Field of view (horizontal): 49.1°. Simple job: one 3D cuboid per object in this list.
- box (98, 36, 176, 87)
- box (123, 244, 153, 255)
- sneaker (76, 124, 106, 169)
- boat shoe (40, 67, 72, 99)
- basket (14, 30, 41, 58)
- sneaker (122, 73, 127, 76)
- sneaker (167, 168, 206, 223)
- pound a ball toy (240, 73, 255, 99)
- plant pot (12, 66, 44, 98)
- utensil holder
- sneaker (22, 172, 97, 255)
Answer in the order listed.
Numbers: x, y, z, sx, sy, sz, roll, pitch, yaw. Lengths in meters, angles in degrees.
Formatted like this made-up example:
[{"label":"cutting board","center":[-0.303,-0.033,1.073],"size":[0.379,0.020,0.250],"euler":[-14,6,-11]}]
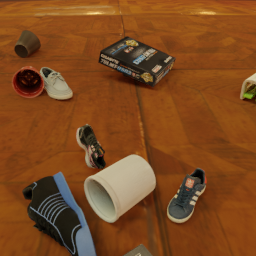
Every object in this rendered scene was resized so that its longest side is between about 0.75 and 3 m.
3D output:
[{"label":"box","center":[0.523,-3.236,13.270],"size":[2.846,0.712,2.867],"euler":[26,38,13]},{"label":"box","center":[-0.230,3.318,3.982],"size":[2.827,0.683,2.239],"euler":[-21,39,-29]},{"label":"sneaker","center":[-0.865,0.506,7.314],"size":[0.579,1.340,0.538],"euler":[12,42,40]},{"label":"boat shoe","center":[-3.154,-1.963,11.890],"size":[0.847,0.865,2.428],"euler":[-22,39,-30]},{"label":"basket","center":[-5.790,-4.702,15.970],"size":[0.969,1.285,1.425],"euler":[-24,34,28]},{"label":"sneaker","center":[0.198,-2.626,13.348],"size":[0.975,0.393,0.364],"euler":[21,35,29]},{"label":"sneaker","center":[1.426,1.535,6.727],"size":[0.601,0.677,1.602],"euler":[19,38,26]},{"label":"pound a ball toy","center":[6.107,-1.852,11.446],"size":[1.809,1.179,2.775],"euler":[27,42,35]},{"label":"plant pot","center":[-4.191,-2.043,11.842],"size":[1.234,1.234,1.200],"euler":[-9,26,-13]},{"label":"utensil holder","center":[-0.160,1.376,6.598],"size":[1.334,1.133,1.133],"euler":[-25,41,-38]},{"label":"sneaker","center":[-1.516,1.967,5.959],"size":[1.027,0.924,2.636],"euler":[-21,33,-21]}]
